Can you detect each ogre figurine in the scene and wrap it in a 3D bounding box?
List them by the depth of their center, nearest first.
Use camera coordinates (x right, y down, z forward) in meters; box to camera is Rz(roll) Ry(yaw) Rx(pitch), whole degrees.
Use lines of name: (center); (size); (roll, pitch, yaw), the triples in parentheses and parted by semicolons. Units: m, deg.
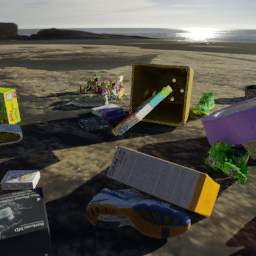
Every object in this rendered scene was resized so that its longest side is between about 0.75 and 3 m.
ogre figurine: (2.729, 0.891, 7.693); (1.026, 0.839, 1.711); (24, 43, 11)

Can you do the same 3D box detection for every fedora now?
fedora: (6.508, -1.863, 14.564); (1.274, 0.575, 1.127); (-10, 24, -22)

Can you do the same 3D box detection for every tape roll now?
tape roll: (3.785, -0.299, 8.915); (2.712, 0.890, 2.712); (-21, 3, 1)

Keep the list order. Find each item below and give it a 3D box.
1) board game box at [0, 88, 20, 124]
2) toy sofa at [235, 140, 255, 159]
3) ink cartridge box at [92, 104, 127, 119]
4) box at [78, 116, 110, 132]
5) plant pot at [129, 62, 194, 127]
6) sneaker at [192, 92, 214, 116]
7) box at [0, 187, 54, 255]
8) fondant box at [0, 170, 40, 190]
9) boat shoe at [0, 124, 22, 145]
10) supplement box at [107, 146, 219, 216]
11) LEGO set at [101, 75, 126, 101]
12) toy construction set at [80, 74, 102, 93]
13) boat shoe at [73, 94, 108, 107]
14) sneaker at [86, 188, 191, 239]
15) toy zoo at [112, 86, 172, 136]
board game box: (-5.741, -0.990, 11.419); (2.662, 1.352, 0.634); (9, 25, 21)
toy sofa: (4.722, 0.340, 9.000); (2.362, 1.153, 0.978); (-8, 49, -20)
ink cartridge box: (-0.817, -0.734, 12.281); (1.127, 0.249, 1.148); (-17, 26, -36)
box: (-1.332, -0.181, 10.910); (1.047, 0.257, 0.844); (-9, 23, -21)
plant pot: (1.593, -1.517, 11.769); (2.297, 2.282, 2.350); (9, 15, 22)
sneaker: (3.352, -1.102, 12.377); (0.741, 0.836, 2.000); (11, 26, 23)
box: (-2.166, 1.874, 5.272); (1.285, 0.767, 1.307); (-9, 25, -19)
fondant box: (-2.773, 1.338, 7.254); (0.815, 0.238, 0.588); (-1, 22, -1)
boat shoe: (-4.531, 0.344, 9.147); (2.082, 0.769, 0.888); (-1, 24, -28)
supplement box: (0.784, 1.155, 6.201); (2.106, 0.774, 1.327); (15, -11, 32)
LEGO set: (-0.790, -2.361, 15.117); (1.319, 1.067, 2.867); (-3, 23, -7)
toy construction set: (-2.078, -2.523, 15.659); (1.256, 0.965, 1.047); (-9, 24, -20)
boat shoe: (-1.792, -1.349, 13.380); (1.694, 0.525, 0.610); (1, 22, 2)
sneaker: (0.240, 1.622, 5.839); (2.122, 0.799, 0.935); (7, 24, 14)
toy zoo: (0.340, -0.456, 8.733); (2.186, 0.224, 1.434); (-42, 7, -36)
